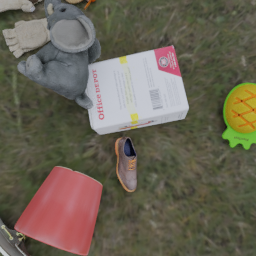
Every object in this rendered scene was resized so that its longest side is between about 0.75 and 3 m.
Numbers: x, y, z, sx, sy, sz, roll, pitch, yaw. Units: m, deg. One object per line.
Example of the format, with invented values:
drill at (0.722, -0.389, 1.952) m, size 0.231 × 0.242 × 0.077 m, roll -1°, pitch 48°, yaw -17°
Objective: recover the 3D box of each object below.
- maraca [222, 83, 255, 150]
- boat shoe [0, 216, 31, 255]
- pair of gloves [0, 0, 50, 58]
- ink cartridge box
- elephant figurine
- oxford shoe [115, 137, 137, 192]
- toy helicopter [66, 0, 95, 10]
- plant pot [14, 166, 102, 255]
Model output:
maraca at (3.456, -0.347, 8.265) m, size 1.341 × 1.046 × 1.955 m, roll 8°, pitch 97°, yaw 4°
boat shoe at (-3.265, 3.012, 7.642) m, size 2.289 × 0.818 × 0.684 m, roll 36°, pitch 63°, yaw 12°
pair of gloves at (-3.321, -3.706, 9.169) m, size 2.084 × 0.430 × 2.451 m, roll -29°, pitch 85°, yaw -9°
ink cartridge box at (0.194, -1.039, 8.202) m, size 2.686 × 1.120 × 1.950 m, roll -11°, pitch 78°, yaw 3°
elephant figurine at (-1.495, -2.237, 7.142) m, size 2.050 × 1.870 × 2.642 m, roll 26°, pitch 94°, yaw -38°
oxford shoe at (-0.006, 1.033, 8.002) m, size 0.567 × 0.580 × 1.591 m, roll -10°, pitch 84°, yaw -26°
toy helicopter at (-1.276, -4.798, 9.167) m, size 1.984 × 0.783 × 1.312 m, roll -33°, pitch 103°, yaw 5°
plant pot at (-1.655, 2.105, 7.411) m, size 2.023 × 2.023 × 1.790 m, roll 19°, pitch 69°, yaw 3°
